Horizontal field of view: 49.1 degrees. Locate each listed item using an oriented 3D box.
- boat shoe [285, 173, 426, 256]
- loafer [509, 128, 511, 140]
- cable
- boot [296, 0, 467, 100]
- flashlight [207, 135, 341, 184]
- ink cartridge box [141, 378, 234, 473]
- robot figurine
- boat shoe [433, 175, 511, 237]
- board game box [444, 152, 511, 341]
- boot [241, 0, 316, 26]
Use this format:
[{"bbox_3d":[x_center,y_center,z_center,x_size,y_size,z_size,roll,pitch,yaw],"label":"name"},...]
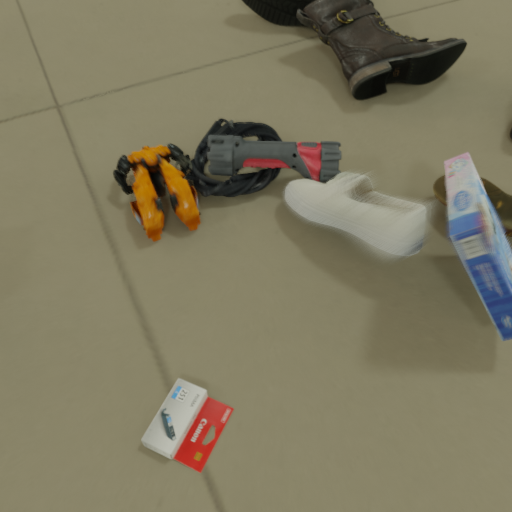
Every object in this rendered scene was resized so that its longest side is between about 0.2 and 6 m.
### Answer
[{"bbox_3d":[1.503,-0.880,8.748,0.897,0.884,2.531,-21,38,-38],"label":"boat shoe"},{"bbox_3d":[5.802,-3.106,10.786,0.986,0.963,2.700,26,57,18],"label":"loafer"},{"bbox_3d":[-0.356,-1.676,10.080,1.585,0.493,1.943,23,57,9],"label":"cable"},{"bbox_3d":[2.602,-4.710,11.638,2.935,1.016,2.555,-18,69,-11],"label":"boot"},{"bbox_3d":[0.315,-1.631,9.714,2.265,0.770,0.767,1,79,3],"label":"flashlight"},{"bbox_3d":[-0.872,2.175,7.260,0.841,0.214,0.955,20,56,16],"label":"ink cartridge box"},{"bbox_3d":[-1.665,-1.166,9.585,1.355,0.544,1.869,-16,55,-12],"label":"robot figurine"},{"bbox_3d":[3.835,-0.723,9.176,2.016,0.681,0.726,28,70,32],"label":"boat shoe"},{"bbox_3d":[3.184,-0.170,7.801,0.417,1.921,1.912,-21,30,27],"label":"board game box"},{"bbox_3d":[1.106,-6.304,13.300,2.797,1.083,1.935,21,50,-1],"label":"boot"}]
